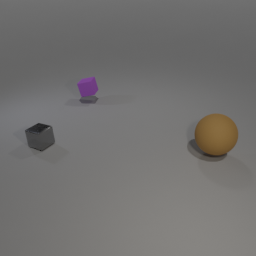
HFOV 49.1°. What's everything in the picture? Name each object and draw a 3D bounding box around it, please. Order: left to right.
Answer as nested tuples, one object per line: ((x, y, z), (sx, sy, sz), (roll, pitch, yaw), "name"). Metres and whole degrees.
((-3.215, 0.310, 10.268), (0.700, 0.700, 0.700), (12, 30, 27), "cube")
((-1.917, -1.976, 13.431), (0.700, 0.700, 0.700), (-8, 27, 16), "cube")
((2.947, 0.214, 9.384), (1.400, 1.400, 1.400), (0, 29, 0), "ball")
